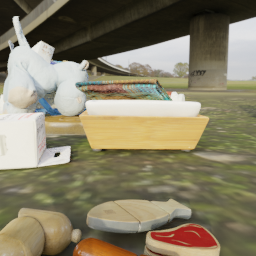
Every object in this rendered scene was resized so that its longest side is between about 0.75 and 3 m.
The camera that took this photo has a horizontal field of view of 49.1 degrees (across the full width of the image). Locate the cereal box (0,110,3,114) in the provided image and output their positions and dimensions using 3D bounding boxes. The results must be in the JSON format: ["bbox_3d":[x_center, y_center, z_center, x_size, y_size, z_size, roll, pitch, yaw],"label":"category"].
[{"bbox_3d":[-4.379,-0.507,9.997,1.093,0.216,0.786,-2,9,-14],"label":"cereal box"}]

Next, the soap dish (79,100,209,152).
[{"bbox_3d":[0.219,-0.091,5.055,2.020,0.820,1.589,1,7,-3],"label":"soap dish"}]

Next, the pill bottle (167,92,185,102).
[{"bbox_3d":[1.851,-1.277,13.070,1.474,0.827,0.827,4,9,24],"label":"pill bottle"}]

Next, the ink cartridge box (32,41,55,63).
[{"bbox_3d":[-3.073,-2.110,9.388,0.521,1.242,1.091,24,-19,-36],"label":"ink cartridge box"}]

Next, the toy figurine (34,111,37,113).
[{"bbox_3d":[-3.110,-0.342,8.820,0.642,0.565,1.071,28,10,-4],"label":"toy figurine"}]

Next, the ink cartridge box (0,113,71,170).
[{"bbox_3d":[-1.883,0.151,4.136,2.015,0.680,1.173,-2,9,-11],"label":"ink cartridge box"}]

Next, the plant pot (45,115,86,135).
[{"bbox_3d":[-1.437,-0.128,7.306,2.140,0.294,2.140,-1,9,0],"label":"plant pot"}]

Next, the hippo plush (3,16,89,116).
[{"bbox_3d":[-2.285,-1.169,7.929,2.143,2.665,2.123,5,-27,-28],"label":"hippo plush"}]

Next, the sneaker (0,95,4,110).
[{"bbox_3d":[-4.143,-1.054,11.399,1.999,0.884,0.752,-6,9,-37],"label":"sneaker"}]

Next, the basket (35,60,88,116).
[{"bbox_3d":[-2.594,-1.400,10.743,2.950,2.052,2.601,42,29,22],"label":"basket"}]

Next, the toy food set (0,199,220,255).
[{"bbox_3d":[-0.164,0.764,1.646,1.714,0.270,1.089,4,6,-25],"label":"toy food set"}]

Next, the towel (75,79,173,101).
[{"bbox_3d":[0.207,-0.527,6.712,1.917,0.284,2.615,1,-14,24],"label":"towel"}]
